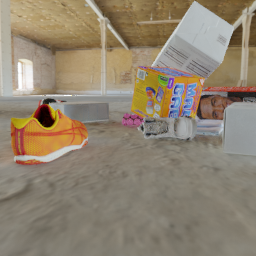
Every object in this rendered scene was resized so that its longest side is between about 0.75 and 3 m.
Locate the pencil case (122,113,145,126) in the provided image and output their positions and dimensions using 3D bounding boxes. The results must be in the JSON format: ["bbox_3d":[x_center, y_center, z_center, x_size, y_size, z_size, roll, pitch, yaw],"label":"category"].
[{"bbox_3d":[0.405,-0.293,10.556,1.204,0.546,0.564,6,-20,25],"label":"pencil case"}]

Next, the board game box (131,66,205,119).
[{"bbox_3d":[1.326,-1.140,9.746,1.657,1.657,1.658,-7,26,-35],"label":"board game box"}]

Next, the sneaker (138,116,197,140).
[{"bbox_3d":[1.050,0.016,7.858,1.051,0.687,1.828,-4,4,-25],"label":"sneaker"}]

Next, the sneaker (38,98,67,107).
[{"bbox_3d":[-4.479,-1.193,15.484,1.378,0.859,2.572,1,5,13],"label":"sneaker"}]

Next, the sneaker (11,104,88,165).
[{"bbox_3d":[-1.591,0.001,6.419,1.064,1.125,2.917,0,7,7],"label":"sneaker"}]

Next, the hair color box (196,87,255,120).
[{"bbox_3d":[4.035,-0.835,10.702,2.763,1.402,0.846,5,22,35],"label":"hair color box"}]

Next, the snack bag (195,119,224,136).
[{"bbox_3d":[2.238,-0.104,9.993,2.324,0.264,2.464,5,10,26],"label":"snack bag"}]

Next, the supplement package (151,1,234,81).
[{"bbox_3d":[2.581,-3.151,12.084,2.129,2.768,2.895,32,-35,-3],"label":"supplement package"}]

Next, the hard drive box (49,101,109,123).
[{"bbox_3d":[-2.151,-0.722,12.269,2.115,0.812,1.648,-6,10,-35],"label":"hard drive box"}]

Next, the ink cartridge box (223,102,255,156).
[{"bbox_3d":[3.431,-0.051,6.913,1.821,1.035,2.498,4,9,25],"label":"ink cartridge box"}]
